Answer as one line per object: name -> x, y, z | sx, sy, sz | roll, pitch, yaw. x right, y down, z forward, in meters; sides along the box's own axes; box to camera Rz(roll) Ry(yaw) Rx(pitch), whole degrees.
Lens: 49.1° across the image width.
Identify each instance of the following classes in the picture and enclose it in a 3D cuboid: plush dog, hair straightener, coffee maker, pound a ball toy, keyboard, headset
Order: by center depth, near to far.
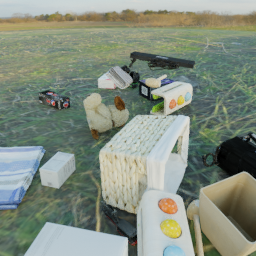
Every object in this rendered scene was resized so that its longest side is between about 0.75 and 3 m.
pound a ball toy -> 1.033, 2.167, 5.672 | 1.554, 1.012, 2.383 | 12, 30, -5
hair straightener -> -0.247, 2.091, 6.646 | 0.304, 0.571, 1.485 | -23, 33, -25
coffee maker -> 3.487, 1.193, 8.094 | 1.798, 1.261, 1.872 | -30, 30, -8
keyboard -> 1.186, -2.355, 10.238 | 2.409, 0.477, 1.254 | 13, 24, 16
plush dog -> -0.761, -0.429, 11.098 | 1.652, 1.923, 1.543 | -15, 61, -9
pound a ball toy -> 2.028, -1.636, 13.108 | 1.157, 1.776, 2.724 | 20, 31, 36
headset -> 0.136, -3.373, 17.029 | 1.444, 1.099, 2.338 | 30, 35, -17

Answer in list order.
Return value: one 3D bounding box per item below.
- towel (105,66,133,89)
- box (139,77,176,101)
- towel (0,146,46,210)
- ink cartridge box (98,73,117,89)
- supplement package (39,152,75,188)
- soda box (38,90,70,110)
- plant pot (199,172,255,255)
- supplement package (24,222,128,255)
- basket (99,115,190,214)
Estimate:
towel -> -0.291, -1.863, 10.162 | 0.883, 0.378, 0.731 | 45, 31, 0
box -> 1.616, -2.157, 15.249 | 1.675, 0.874, 1.239 | -14, 28, -25
towel -> -3.895, 1.371, 8.440 | 2.180, 0.353, 2.968 | -2, 26, -2
ink cartridge box -> -1.127, -2.865, 17.070 | 1.008, 0.587, 1.393 | 6, 26, 12
supplement package -> -2.088, 1.242, 8.437 | 0.594, 0.572, 1.045 | 8, 27, 17
soda box -> -3.697, -1.407, 14.031 | 1.771, 0.561, 0.627 | 20, 31, 34
plant pot -> 2.332, 1.993, 5.938 | 1.394, 1.234, 1.392 | -13, 39, -26
supplement package -> -0.914, 2.573, 5.125 | 1.673, 1.014, 1.002 | 6, 26, 12
basket -> 0.552, 0.873, 7.729 | 1.712, 1.881, 2.775 | 8, 26, 21
